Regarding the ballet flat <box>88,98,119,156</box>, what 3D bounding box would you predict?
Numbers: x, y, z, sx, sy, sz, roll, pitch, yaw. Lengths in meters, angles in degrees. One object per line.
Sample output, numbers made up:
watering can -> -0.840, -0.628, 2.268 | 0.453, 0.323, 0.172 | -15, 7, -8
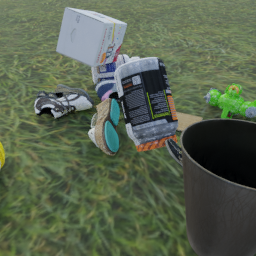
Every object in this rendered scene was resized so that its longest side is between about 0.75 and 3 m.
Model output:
ballet flat -> -0.789, 0.025, 9.096 | 0.904, 0.976, 2.768 | -21, 30, 15

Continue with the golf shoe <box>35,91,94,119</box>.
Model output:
golf shoe -> -2.311, -0.728, 10.193 | 2.137, 0.831, 1.010 | 2, 59, -2

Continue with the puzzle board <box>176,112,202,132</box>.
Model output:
puzzle board -> 1.850, -0.205, 9.877 | 1.365, 0.119, 1.029 | 13, 39, 19

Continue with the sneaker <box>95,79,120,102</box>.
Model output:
sneaker -> -0.009, -1.456, 11.178 | 2.467, 0.866, 1.012 | -15, 58, -18

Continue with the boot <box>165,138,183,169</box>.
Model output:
boot -> 1.555, 0.513, 6.544 | 0.464, 0.971, 1.285 | 6, 42, -54

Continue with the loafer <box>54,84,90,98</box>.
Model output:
loafer -> -2.222, -1.227, 10.968 | 1.638, 0.616, 0.571 | 16, 53, 24

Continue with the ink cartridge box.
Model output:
ink cartridge box -> -1.302, -3.376, 10.444 | 1.594, 1.601, 2.204 | 25, 25, 12

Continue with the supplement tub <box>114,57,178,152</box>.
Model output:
supplement tub -> 0.535, -0.602, 7.664 | 1.429, 2.333, 1.429 | -13, -3, -1

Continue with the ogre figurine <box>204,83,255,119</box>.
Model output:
ogre figurine -> 3.875, -0.875, 9.949 | 1.554, 1.272, 2.593 | -13, 49, -46

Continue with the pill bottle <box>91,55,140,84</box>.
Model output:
pill bottle -> -0.519, -2.578, 12.222 | 2.085, 1.157, 1.157 | -8, 37, -9

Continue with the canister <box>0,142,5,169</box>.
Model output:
canister -> -4.160, 1.431, 6.818 | 1.876, 1.093, 2.527 | -7, 38, -10

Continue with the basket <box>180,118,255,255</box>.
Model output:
basket -> 2.035, 1.400, 5.512 | 2.352, 2.609, 1.774 | 15, 40, 17
